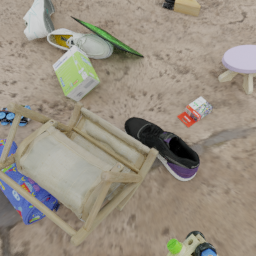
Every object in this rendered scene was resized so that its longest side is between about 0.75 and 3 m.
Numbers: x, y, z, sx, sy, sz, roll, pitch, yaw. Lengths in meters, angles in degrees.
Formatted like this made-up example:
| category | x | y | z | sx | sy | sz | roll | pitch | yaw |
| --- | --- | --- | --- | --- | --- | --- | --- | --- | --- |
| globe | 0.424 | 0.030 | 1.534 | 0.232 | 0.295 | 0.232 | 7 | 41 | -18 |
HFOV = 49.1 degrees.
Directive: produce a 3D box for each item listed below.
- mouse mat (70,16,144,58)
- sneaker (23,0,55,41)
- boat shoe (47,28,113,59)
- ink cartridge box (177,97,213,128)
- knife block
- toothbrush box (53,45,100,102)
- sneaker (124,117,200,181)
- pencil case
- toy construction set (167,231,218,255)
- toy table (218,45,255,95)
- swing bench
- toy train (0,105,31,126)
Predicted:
| category | x | y | z | sx | sy | sz | roll | pitch | yaw |
| --- | --- | --- | --- | --- | --- | --- | --- | --- | --- |
| mouse mat | -0.703 | -3.321 | 10.265 | 2.498 | 0.094 | 2.010 | 37 | 21 | 21 |
| sneaker | -3.667 | -4.648 | 11.353 | 1.154 | 1.013 | 2.879 | -18 | 51 | 12 |
| boat shoe | -1.845 | -3.062 | 10.189 | 2.537 | 0.937 | 1.082 | 22 | 31 | 15 |
| ink cartridge box | 2.215 | -0.534 | 9.254 | 1.078 | 0.272 | 0.588 | -33 | 64 | -19 |
| knife block | 2.228 | -5.236 | 12.009 | 1.249 | 0.455 | 1.423 | -22 | 62 | -12 |
| toothbrush box | -1.778 | -1.857 | 9.561 | 1.111 | 0.657 | 1.526 | -38 | 61 | 17 |
| sneaker | 1.012 | 0.325 | 8.211 | 2.652 | 1.161 | 1.004 | 37 | 66 | 20 |
| pencil case | -2.958 | 1.377 | 7.653 | 1.122 | 1.008 | 2.584 | -45 | 68 | -7 |
| toy construction set | 0.883 | 2.280 | 3.916 | 1.302 | 1.985 | 0.915 | -41 | 28 | -3 |
| toy table | 4.054 | -2.117 | 9.765 | 1.798 | 1.053 | 1.653 | 1 | 59 | 0 |
| swing bench | -1.262 | 0.828 | 7.238 | 2.957 | 2.973 | 1.929 | 32 | 107 | 19 |
| toy train | -3.693 | -0.419 | 9.095 | 1.119 | 0.485 | 0.639 | 2 | 50 | 4 |
